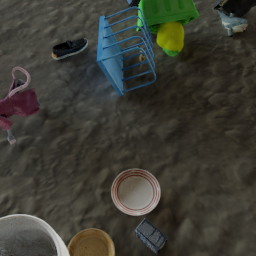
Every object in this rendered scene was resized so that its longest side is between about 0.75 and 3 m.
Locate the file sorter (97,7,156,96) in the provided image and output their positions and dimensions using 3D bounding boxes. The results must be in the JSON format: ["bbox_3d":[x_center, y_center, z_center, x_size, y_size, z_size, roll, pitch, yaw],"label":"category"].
[{"bbox_3d":[0.008,-3.253,11.599,1.802,2.039,2.938,-15,51,18],"label":"file sorter"}]

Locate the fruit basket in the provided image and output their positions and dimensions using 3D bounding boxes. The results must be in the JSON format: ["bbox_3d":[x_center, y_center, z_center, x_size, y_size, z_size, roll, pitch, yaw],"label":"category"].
[{"bbox_3d":[1.903,-4.845,13.438,3.030,3.030,2.185,-4,12,-3],"label":"fruit basket"}]

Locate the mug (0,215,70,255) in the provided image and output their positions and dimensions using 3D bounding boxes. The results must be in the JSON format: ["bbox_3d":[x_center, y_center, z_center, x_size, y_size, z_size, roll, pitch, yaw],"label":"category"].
[{"bbox_3d":[-2.078,3.646,6.706,2.938,2.576,2.169,14,56,9],"label":"mug"}]

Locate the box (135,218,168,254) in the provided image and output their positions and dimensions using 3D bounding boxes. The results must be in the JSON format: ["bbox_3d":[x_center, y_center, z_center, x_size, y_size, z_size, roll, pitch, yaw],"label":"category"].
[{"bbox_3d":[0.675,3.182,8.233,0.858,0.637,0.459,35,61,23],"label":"box"}]

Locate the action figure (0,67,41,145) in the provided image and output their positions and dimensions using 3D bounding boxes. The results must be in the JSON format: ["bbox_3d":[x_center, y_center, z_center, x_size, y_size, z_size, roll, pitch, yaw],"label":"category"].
[{"bbox_3d":[-4.465,-0.717,10.351,1.746,1.941,2.607,34,47,15],"label":"action figure"}]

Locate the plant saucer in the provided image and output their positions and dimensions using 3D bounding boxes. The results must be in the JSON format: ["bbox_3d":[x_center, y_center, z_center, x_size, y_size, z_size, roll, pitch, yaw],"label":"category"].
[{"bbox_3d":[-1.076,3.662,8.130,1.403,0.248,1.403,0,55,0],"label":"plant saucer"}]

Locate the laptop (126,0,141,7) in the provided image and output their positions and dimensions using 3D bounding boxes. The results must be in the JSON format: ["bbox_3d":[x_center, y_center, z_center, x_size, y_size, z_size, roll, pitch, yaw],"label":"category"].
[{"bbox_3d":[0.528,-7.403,15.706,1.475,0.762,1.307,15,56,11],"label":"laptop"}]

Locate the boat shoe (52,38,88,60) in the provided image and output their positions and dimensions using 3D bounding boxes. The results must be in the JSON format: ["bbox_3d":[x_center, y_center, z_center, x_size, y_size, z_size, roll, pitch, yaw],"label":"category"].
[{"bbox_3d":[-2.749,-3.875,13.302,1.899,0.591,0.708,-29,58,-20],"label":"boat shoe"}]

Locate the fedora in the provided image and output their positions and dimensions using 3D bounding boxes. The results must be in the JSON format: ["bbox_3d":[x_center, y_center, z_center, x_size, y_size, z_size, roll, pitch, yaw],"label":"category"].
[{"bbox_3d":[5.917,-6.602,14.515,2.842,2.842,1.298,-33,91,-21],"label":"fedora"}]

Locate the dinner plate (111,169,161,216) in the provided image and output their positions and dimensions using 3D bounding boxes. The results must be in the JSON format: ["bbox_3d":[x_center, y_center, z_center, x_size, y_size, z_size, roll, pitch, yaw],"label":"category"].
[{"bbox_3d":[0.260,2.114,9.272,1.624,0.197,1.624,0,54,0],"label":"dinner plate"}]

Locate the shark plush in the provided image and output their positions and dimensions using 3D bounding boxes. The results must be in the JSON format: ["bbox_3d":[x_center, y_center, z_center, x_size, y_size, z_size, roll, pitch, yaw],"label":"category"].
[{"bbox_3d":[5.336,-5.611,14.345,0.966,0.886,2.127,-14,56,-10],"label":"shark plush"}]

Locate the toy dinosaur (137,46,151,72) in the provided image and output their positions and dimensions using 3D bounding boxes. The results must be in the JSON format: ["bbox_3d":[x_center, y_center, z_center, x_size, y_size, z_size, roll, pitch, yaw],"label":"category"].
[{"bbox_3d":[0.692,-3.212,12.776,0.384,0.667,1.319,10,70,-32],"label":"toy dinosaur"}]
